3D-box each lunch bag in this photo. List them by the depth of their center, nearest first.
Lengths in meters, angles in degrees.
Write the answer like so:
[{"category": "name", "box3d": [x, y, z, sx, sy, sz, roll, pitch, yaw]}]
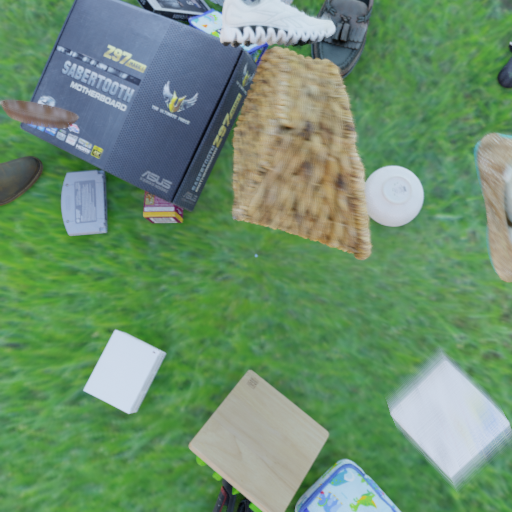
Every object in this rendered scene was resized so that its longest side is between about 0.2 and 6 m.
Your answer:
[{"category": "lunch bag", "box3d": [1.663, 4.588, 9.392, 1.534, 0.787, 1.909, -41, 80, -5]}, {"category": "lunch bag", "box3d": [-0.805, -3.929, 11.077, 1.451, 1.087, 1.706, 36, 79, 12]}]

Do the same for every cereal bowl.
[{"category": "cereal bowl", "box3d": [2.661, -1.200, 10.798, 1.194, 0.497, 1.194, 0, 77, 1]}]

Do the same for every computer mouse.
[{"category": "computer mouse", "box3d": [5.349, -3.917, 11.505, 0.711, 0.271, 1.026, 34, 80, 6]}]

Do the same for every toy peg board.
[{"category": "toy peg board", "box3d": [-0.026, 3.268, 9.572, 1.798, 0.880, 1.791, 38, 47, 7]}]

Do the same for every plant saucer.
[{"category": "plant saucer", "box3d": [-3.221, -2.096, 8.335, 1.089, 1.089, 0.188, 17, 109, 4]}]

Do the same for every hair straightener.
[{"category": "hair straightener", "box3d": [-0.414, 4.754, 9.565, 0.972, 0.517, 2.525, 21, 74, 0]}]

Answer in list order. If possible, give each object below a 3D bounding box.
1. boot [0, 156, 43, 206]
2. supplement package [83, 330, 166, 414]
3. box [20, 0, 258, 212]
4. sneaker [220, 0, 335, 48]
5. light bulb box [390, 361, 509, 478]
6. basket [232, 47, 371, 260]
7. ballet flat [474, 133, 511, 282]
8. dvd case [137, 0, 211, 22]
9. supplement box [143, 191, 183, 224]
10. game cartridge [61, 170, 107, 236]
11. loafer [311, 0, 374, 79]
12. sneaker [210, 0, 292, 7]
[{"category": "boot", "box3d": [-5.178, -1.409, 10.550, 2.173, 1.053, 0.812, -28, 79, -6]}, {"category": "supplement package", "box3d": [-2.323, 2.059, 9.993, 0.919, 0.654, 1.180, 25, 78, 5]}, {"category": "box", "box3d": [-2.191, -2.886, 10.255, 3.697, 0.943, 2.916, 28, 93, 17]}, {"category": "sneaker", "box3d": [0.348, -3.486, 8.292, 1.796, 0.675, 0.728, -6, 104, -18]}, {"category": "light bulb box", "box3d": [2.311, 1.940, 6.769, 0.956, 0.602, 0.964, -45, 71, 5]}, {"category": "basket", "box3d": [0.923, -1.689, 8.147, 2.099, 2.011, 2.818, 16, 35, -14]}, {"category": "ballet flat", "box3d": [3.927, -0.666, 8.516, 0.858, 0.795, 2.435, -31, 111, -29]}, {"category": "dvd case", "box3d": [-1.792, -5.247, 11.190, 1.401, 0.230, 1.864, 53, 38, 10]}, {"category": "supplement box", "box3d": [-1.755, -1.154, 10.738, 0.646, 0.509, 0.987, 1, 78, 10]}, {"category": "game cartridge", "box3d": [-3.346, -1.025, 10.897, 0.843, 0.256, 1.265, -4, 77, -4]}, {"category": "loafer", "box3d": [1.889, -5.184, 11.403, 1.147, 1.004, 3.191, 17, 78, 4]}, {"category": "sneaker", "box3d": [-0.189, -5.962, 11.694, 1.981, 0.791, 1.289, 0, 76, 0]}]
